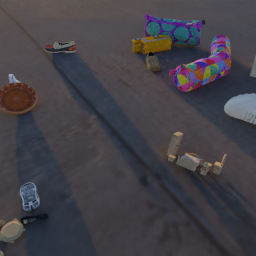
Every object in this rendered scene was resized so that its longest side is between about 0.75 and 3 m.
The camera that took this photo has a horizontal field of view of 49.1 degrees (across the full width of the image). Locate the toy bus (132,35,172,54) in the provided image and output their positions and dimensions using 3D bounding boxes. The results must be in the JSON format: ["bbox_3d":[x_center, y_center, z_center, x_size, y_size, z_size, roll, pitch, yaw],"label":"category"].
[{"bbox_3d":[1.088,-3.896,13.108,1.792,0.583,0.702,-15,42,-19],"label":"toy bus"}]

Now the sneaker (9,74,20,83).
[{"bbox_3d":[-4.048,-1.514,10.240,0.478,0.493,1.350,-10,47,-26],"label":"sneaker"}]

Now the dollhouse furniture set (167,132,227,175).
[{"bbox_3d":[1.701,0.669,7.106,1.395,0.617,0.723,22,18,25],"label":"dollhouse furniture set"}]

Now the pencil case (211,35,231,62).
[{"bbox_3d":[3.987,-3.301,12.136,0.924,0.924,2.090,10,38,13],"label":"pencil case"}]

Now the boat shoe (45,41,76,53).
[{"bbox_3d":[-3.178,-3.812,13.093,1.484,0.464,0.528,2,40,5],"label":"boat shoe"}]

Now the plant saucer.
[{"bbox_3d":[-3.738,-0.990,9.432,1.292,0.209,1.292,7,57,-10],"label":"plant saucer"}]

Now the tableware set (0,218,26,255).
[{"bbox_3d":[-2.764,2.273,5.648,1.004,0.139,1.202,15,40,19],"label":"tableware set"}]

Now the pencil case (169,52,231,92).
[{"bbox_3d":[2.784,-2.164,10.579,2.384,1.053,1.053,-21,43,-28],"label":"pencil case"}]

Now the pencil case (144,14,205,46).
[{"bbox_3d":[2.213,-4.791,13.656,2.813,1.300,1.197,14,66,19],"label":"pencil case"}]

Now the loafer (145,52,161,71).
[{"bbox_3d":[1.036,-2.808,11.823,0.508,0.451,1.337,-10,39,-13],"label":"loafer"}]

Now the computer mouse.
[{"bbox_3d":[-2.172,1.689,6.332,0.569,0.228,1.038,-17,47,-14],"label":"computer mouse"}]

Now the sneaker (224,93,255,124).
[{"bbox_3d":[4.109,-0.409,8.547,2.246,0.858,0.904,8,48,12],"label":"sneaker"}]

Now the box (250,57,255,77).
[{"bbox_3d":[6.291,-2.251,10.714,2.784,0.952,1.144,19,42,22],"label":"box"}]
